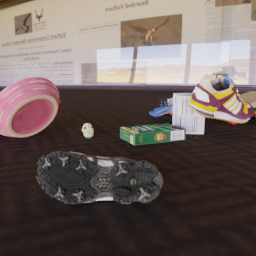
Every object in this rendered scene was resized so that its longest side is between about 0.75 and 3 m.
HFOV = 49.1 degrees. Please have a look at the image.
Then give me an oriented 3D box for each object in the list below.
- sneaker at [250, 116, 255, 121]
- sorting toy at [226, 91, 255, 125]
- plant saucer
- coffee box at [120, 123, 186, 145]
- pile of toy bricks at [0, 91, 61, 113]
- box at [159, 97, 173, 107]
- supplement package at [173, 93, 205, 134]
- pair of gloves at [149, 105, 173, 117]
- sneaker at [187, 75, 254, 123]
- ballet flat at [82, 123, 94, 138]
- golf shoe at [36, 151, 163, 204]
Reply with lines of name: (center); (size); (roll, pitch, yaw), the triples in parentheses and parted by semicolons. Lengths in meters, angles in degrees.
sneaker: (5.871, -0.453, 12.061); (0.578, 0.550, 1.460); (-23, 15, -36)
sorting toy: (5.003, -0.875, 12.182); (2.106, 0.737, 2.118); (-18, 12, -1)
plant saucer: (-3.110, -0.519, 8.839); (0.586, 2.311, 2.311); (46, 34, 23)
coffee box: (0.784, 0.172, 8.901); (1.837, 0.404, 1.130); (-5, 12, -22)
pile of toy bricks: (-3.890, -0.493, 10.027); (2.756, 1.361, 1.529); (-31, 65, -25)
box: (2.475, -1.183, 13.867); (1.662, 0.500, 0.969); (-9, -14, 18)
supplement package: (2.202, -0.591, 10.333); (0.949, 1.333, 1.712); (1, 11, 3)
pair of gloves: (2.387, -0.859, 12.549); (2.850, 0.325, 2.291); (-6, -7, -45)
sneaker: (3.286, -0.960, 9.062); (2.798, 1.261, 1.049); (2, 33, -32)
ballet flat: (-1.364, 0.030, 9.643); (0.429, 0.429, 1.234); (-3, 11, -14)
golf shoe: (-0.484, 0.872, 4.849); (2.197, 0.854, 1.038); (6, -3, 15)
